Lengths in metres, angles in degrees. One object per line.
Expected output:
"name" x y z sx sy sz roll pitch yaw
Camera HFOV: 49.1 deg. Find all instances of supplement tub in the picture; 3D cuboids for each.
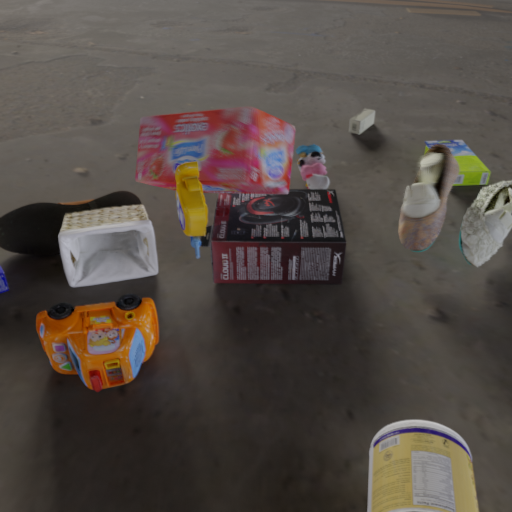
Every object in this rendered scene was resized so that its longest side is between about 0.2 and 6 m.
"supplement tub" 1.755 2.694 5.929 1.146 1.146 1.577 6 36 9

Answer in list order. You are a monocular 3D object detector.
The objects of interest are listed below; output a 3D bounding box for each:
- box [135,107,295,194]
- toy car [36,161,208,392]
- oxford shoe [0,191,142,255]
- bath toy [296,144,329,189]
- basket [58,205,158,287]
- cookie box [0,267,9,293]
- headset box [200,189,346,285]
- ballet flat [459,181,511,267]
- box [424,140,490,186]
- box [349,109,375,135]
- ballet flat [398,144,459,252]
"box" -0.780 -1.826 10.105 2.665 1.272 1.329 6 0 36
"toy car" -1.856 0.496 7.343 1.801 3.671 1.222 7 39 -22
"oxford shoe" -3.659 -0.619 11.121 2.859 1.020 1.019 -11 5 -9
"bath toy" 1.275 -2.019 13.035 0.558 0.657 1.511 26 35 -27
"basket" -2.669 -0.223 10.201 1.612 1.092 0.994 -8 32 -11
"cookie box" -5.100 0.412 9.809 1.172 0.440 1.003 -22 40 -28
"headset box" 0.257 -0.411 10.510 2.615 0.981 1.943 0 35 0
"ballet flat" 4.538 -0.779 10.716 0.909 0.909 2.533 16 41 22
"box" 4.844 -2.293 13.710 1.071 0.418 1.756 -2 35 -3
"box" 3.013 -3.828 15.931 0.347 0.416 1.014 20 38 27
"ballet flat" 3.231 -1.220 10.724 0.869 0.859 2.554 1 47 33
